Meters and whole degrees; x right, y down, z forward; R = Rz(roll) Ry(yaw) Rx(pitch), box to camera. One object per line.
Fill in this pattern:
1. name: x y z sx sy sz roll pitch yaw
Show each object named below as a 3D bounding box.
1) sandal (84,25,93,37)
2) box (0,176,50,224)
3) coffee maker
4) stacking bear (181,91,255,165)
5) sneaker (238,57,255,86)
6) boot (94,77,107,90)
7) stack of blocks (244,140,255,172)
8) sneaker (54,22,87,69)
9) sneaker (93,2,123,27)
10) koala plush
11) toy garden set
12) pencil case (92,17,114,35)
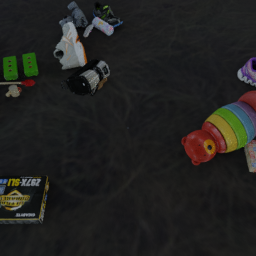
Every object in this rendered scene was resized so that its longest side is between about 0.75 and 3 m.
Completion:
1. sandal: -1.816 -4.438 12.874 0.316 0.191 0.778 14 65 29
2. box: -3.120 1.986 7.834 1.626 0.401 1.299 0 51 0
3. coffee maker: -1.122 -1.397 7.505 0.973 0.682 1.013 21 45 18
4. stacking bear: 2.930 0.147 8.621 2.600 1.478 1.579 -29 102 -8
5. sneaker: 5.225 -1.886 10.422 2.215 0.979 0.891 37 60 23
6. boot: -1.074 -1.770 10.765 0.281 0.288 0.763 25 58 16
7. stack of blocks: 4.034 0.871 8.738 0.582 0.296 1.010 4 53 3
8. sneaker: -2.569 -3.461 11.660 1.207 0.993 2.624 -18 53 -8
9. sneaker: -1.024 -5.325 13.147 0.681 0.796 1.920 -35 60 -22
10. koala plush: -2.553 -4.890 12.861 1.179 1.084 1.046 -35 62 2
11. toy garden set: -4.759 -1.754 10.630 2.719 0.543 2.266 -14 52 -11
12. pencil case: -1.158 -4.664 12.864 1.088 0.494 0.452 39 87 27
